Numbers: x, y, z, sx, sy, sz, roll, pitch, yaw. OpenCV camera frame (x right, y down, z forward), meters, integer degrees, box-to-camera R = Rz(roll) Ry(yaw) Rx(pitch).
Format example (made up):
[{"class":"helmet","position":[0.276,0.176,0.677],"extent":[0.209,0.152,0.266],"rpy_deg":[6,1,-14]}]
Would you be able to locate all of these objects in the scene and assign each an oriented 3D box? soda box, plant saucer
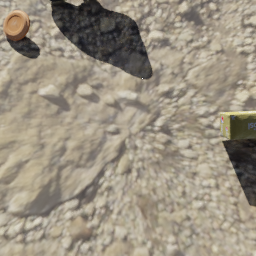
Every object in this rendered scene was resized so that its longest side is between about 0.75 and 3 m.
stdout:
[{"class":"soda box","position":[3.413,-0.112,7.097],"extent":[2.004,0.679,0.642],"rpy_deg":[-4,97,-2]},{"class":"plant saucer","position":[-3.331,-3.064,8.317],"extent":[0.908,0.147,0.908],"rpy_deg":[-1,87,17]}]

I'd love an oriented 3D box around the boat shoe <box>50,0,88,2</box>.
[{"class":"boat shoe","position":[-1.319,-4.191,8.514],"extent":[2.527,0.854,0.907],"rpy_deg":[-6,68,14]}]
